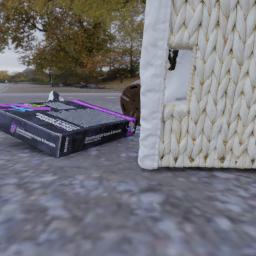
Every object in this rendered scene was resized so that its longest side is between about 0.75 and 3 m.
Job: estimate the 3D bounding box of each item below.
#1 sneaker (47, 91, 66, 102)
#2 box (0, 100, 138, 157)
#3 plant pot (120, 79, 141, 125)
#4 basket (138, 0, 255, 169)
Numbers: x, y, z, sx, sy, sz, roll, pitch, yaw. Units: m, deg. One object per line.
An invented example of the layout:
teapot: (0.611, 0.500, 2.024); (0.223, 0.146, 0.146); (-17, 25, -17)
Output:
sneaker: (-2.156, -0.308, 7.940); (0.843, 0.867, 2.176); (41, 10, -20)
box: (-1.277, -0.136, 6.232); (1.961, 0.495, 2.743); (19, 15, 27)
plant pot: (0.708, -0.950, 9.097); (1.742, 1.742, 1.725); (5, 20, 31)
basket: (1.342, -1.044, 4.599); (2.202, 2.713, 2.738); (4, 22, 4)
